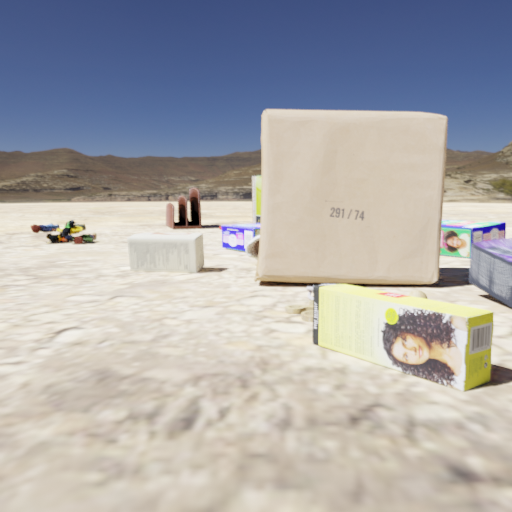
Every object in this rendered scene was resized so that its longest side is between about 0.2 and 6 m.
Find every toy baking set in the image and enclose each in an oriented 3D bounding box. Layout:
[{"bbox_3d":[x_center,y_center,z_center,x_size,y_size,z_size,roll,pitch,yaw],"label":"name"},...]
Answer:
[{"bbox_3d":[1.146,0.475,6.138,1.463,0.222,1.906,3,8,22],"label":"toy baking set"}]

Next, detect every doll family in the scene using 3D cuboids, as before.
[{"bbox_3d":[-4.582,-0.548,13.227,1.552,0.609,0.897,-4,10,11],"label":"doll family"}]

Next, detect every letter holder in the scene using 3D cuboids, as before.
[{"bbox_3d":[-2.409,-1.579,18.353,0.924,1.306,1.838,-2,8,-16],"label":"letter holder"}]

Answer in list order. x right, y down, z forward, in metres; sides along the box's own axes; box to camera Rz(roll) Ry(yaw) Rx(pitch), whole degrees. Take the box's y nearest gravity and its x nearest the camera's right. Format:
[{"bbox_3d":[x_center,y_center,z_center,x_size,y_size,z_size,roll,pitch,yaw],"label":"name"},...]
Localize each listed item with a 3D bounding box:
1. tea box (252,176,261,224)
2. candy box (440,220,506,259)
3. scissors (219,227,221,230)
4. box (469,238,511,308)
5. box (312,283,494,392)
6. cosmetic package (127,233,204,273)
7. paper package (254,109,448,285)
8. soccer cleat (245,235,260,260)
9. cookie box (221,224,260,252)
[{"bbox_3d":[0.763,-1.438,15.740,1.107,1.656,1.630,-5,9,-37],"label":"tea box"},{"bbox_3d":[3.936,-0.384,11.352,1.410,0.642,1.667,-9,10,-41],"label":"candy box"},{"bbox_3d":[-0.975,-0.798,17.075,0.604,0.115,1.650,4,9,13],"label":"scissors"},{"bbox_3d":[3.038,0.189,6.370,0.759,0.535,1.025,-7,17,-11],"label":"box"},{"bbox_3d":[1.037,0.557,4.261,0.359,0.539,1.432,-5,8,-37],"label":"box"},{"bbox_3d":[-1.424,-0.061,8.913,1.113,0.575,0.486,3,16,11],"label":"cosmetic package"},{"bbox_3d":[1.239,-0.803,7.830,2.451,2.336,1.268,2,7,2],"label":"paper package"},{"bbox_3d":[0.907,-0.135,9.206,2.306,0.799,0.894,-4,9,33],"label":"soccer cleat"},{"bbox_3d":[0.168,-0.403,11.961,1.415,0.532,1.210,-5,9,-36],"label":"cookie box"}]
